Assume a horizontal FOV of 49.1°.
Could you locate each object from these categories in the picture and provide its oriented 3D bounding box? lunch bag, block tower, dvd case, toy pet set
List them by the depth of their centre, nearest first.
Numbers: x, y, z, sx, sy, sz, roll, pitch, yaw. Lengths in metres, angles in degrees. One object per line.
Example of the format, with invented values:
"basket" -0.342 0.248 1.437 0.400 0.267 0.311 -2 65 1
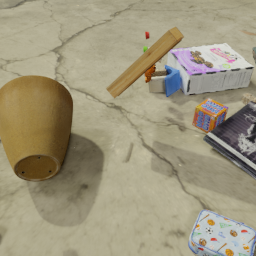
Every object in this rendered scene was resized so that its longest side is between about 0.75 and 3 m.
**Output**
"lunch bag" 2.197 2.560 6.443 1.424 0.538 1.141 19 42 23
"dvd case" 4.190 0.305 9.124 2.940 0.235 2.186 -30 56 -31
"block tower" 4.888 -0.875 10.636 0.350 0.327 1.210 -20 45 -21
"toy pet set" 1.371 -2.362 10.919 1.286 2.260 2.421 -3 40 10

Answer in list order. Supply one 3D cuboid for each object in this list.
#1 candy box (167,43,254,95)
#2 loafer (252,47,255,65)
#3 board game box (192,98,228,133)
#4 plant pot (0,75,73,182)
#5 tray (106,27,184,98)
"candy box" 3.441 -2.616 12.136 2.863 1.024 2.402 -9 41 -11
"loafer" 2.232 -1.175 4.682 0.364 0.318 1.012 16 23 22
"board game box" 2.841 -0.403 9.709 0.800 0.800 0.801 -31 49 -32
"plant pot" -2.644 0.165 8.028 2.341 2.341 2.512 -8 47 -10
"tray" 0.493 -1.867 8.085 0.447 2.412 1.190 48 30 -6
